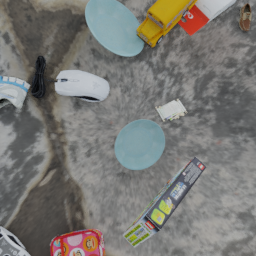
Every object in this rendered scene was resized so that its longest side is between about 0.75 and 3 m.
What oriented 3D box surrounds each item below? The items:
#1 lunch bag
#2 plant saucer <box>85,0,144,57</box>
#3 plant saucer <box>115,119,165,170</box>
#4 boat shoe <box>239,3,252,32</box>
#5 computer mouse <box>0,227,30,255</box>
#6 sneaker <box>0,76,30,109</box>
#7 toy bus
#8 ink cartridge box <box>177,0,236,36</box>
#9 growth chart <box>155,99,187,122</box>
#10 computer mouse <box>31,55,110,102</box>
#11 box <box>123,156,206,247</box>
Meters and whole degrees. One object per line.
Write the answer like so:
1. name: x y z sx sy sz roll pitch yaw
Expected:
1. lunch bag: -1.462 3.942 7.960 1.698 0.790 1.928 -12 75 2
2. plant saucer: -0.496 -3.373 9.600 2.348 0.452 2.348 15 62 -31
3. plant saucer: 0.333 0.477 8.459 1.615 0.311 1.615 -6 109 -17
4. boat shoe: 4.277 -4.030 10.170 0.404 0.383 1.068 1 76 0
5. computer mouse: -3.754 3.506 8.157 2.771 0.608 1.520 39 74 15
6. sneaker: -4.643 -1.162 9.171 2.632 0.987 1.141 7 81 2
7. toy bus: 1.442 -4.092 9.757 0.858 1.031 2.635 42 81 6
8. ink cartridge box: 2.609 -4.759 10.292 2.271 0.648 1.846 -38 79 -13
9. growth chart: 1.470 -0.583 9.442 0.930 0.082 0.673 -22 77 -6
10. computer mouse: -1.945 -1.566 9.430 2.675 0.587 1.467 9 75 2
11. box: 0.991 1.832 7.184 0.431 1.368 2.485 44 46 10
